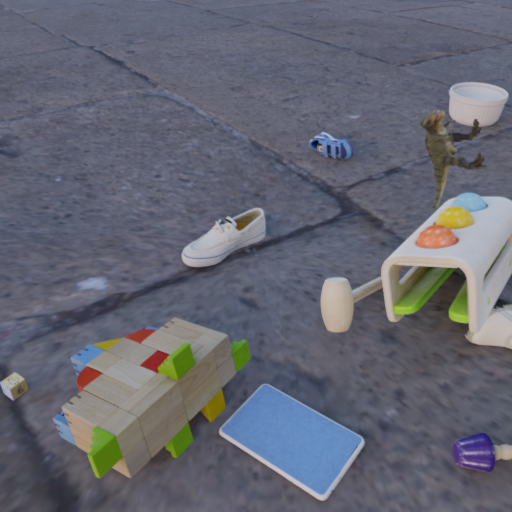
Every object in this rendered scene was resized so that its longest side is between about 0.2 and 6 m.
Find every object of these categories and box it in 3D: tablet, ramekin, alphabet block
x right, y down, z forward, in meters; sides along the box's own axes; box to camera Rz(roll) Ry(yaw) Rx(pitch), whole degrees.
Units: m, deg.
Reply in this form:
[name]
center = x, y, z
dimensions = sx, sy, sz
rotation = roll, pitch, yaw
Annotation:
[tablet]
center = 0.436, 2.275, 7.035
dimensions = 1.584, 0.108, 1.031
rotation = 23, 42, 30
[ramekin]
center = 6.106, -4.194, 15.570
dimensions = 1.516, 0.796, 1.516
rotation = 0, 35, 0
[alphabet block]
center = -3.294, 1.778, 7.629
dimensions = 0.232, 0.233, 0.237
rotation = 23, 41, 27

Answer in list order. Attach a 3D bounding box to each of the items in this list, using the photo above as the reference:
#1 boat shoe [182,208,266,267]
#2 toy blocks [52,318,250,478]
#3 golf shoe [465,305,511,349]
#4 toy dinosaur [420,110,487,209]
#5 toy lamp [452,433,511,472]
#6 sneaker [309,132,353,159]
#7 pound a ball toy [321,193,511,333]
[boat shoe]
center = -0.568, -0.408, 10.333
dimensions = 1.879, 0.656, 0.666
rotation = -24, 43, -31
[toy blocks]
center = -1.582, 1.606, 7.238
dimensions = 1.781, 1.302, 2.605
rotation = 12, 34, 35
[golf shoe]
center = 3.956, 1.160, 8.198
dimensions = 1.662, 0.651, 0.808
rotation = -7, 42, -7
[toy dinosaur]
center = 2.954, -1.547, 8.398
dimensions = 0.850, 1.928, 0.458
rotation = -15, 45, 11
[toy lamp]
center = 3.159, 2.322, 6.680
dimensions = 1.588, 0.462, 0.462
rotation = -2, 35, -4
[sneaker]
center = 1.827, -2.624, 13.655
dimensions = 0.545, 0.490, 1.326
rotation = -22, 33, -27
[pound a ball toy]
center = 2.620, -0.012, 8.723
dimensions = 2.159, 1.407, 3.312
rotation = 4, 23, 36
